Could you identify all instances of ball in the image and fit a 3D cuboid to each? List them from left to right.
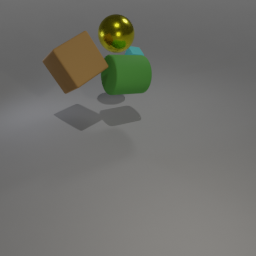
[{"bbox_3d":[-0.446,-3.581,10.667,1.400,1.400,1.400,0,30,0],"label":"ball"}]

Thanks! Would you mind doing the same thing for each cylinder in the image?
[{"bbox_3d":[-0.083,-1.931,10.165,1.400,1.400,1.400,-7,30,-28],"label":"cylinder"}]

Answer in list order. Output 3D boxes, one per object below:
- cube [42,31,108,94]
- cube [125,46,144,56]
[{"bbox_3d":[-1.815,-2.207,9.615,1.400,1.400,1.400,-41,17,-26],"label":"cube"},{"bbox_3d":[0.299,-3.758,14.625,0.700,0.700,0.700,-2,49,-31],"label":"cube"}]
